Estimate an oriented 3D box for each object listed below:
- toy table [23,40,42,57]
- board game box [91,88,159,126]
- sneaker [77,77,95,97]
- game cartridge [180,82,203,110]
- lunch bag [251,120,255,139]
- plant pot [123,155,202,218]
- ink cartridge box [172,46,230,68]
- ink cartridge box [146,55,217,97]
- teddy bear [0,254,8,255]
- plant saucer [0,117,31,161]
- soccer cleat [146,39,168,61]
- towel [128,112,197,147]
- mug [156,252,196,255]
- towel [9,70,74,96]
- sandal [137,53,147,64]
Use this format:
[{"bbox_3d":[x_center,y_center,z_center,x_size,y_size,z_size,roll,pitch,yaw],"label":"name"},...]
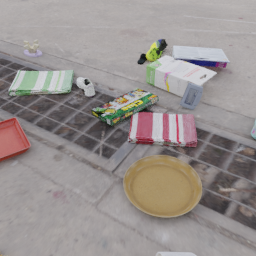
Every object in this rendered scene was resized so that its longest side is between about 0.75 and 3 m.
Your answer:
[{"bbox_3d":[-5.272,-4.359,15.362,1.128,0.661,1.037,11,41,12],"label":"toy table"},{"bbox_3d":[-0.092,-0.925,11.374,2.513,0.295,1.316,-29,41,-30],"label":"board game box"},{"bbox_3d":[-1.869,-2.008,12.456,0.557,0.740,1.487,-22,43,-22],"label":"sneaker"},{"bbox_3d":[2.577,-1.264,11.259,0.690,1.036,0.215,17,31,-3],"label":"game cartridge"},{"bbox_3d":[5.392,-0.129,10.190,1.510,0.726,1.882,22,44,28],"label":"lunch bag"},{"bbox_3d":[1.010,1.713,8.293,2.294,0.315,2.294,-1,39,1],"label":"plant pot"},{"bbox_3d":[3.561,-3.528,14.118,2.617,0.577,2.666,6,31,6],"label":"ink cartridge box"},{"bbox_3d":[2.352,-2.268,12.601,2.735,0.921,1.602,29,46,31],"label":"ink cartridge box"},{"bbox_3d":[-3.382,3.357,6.254,1.094,0.504,1.509,15,34,6],"label":"teddy bear"},{"bbox_3d":[-4.538,0.544,9.671,1.932,0.355,1.936,-22,44,-24],"label":"plant saucer"},{"bbox_3d":[1.451,-4.207,15.347,0.878,0.679,2.100,-8,33,41],"label":"soccer cleat"},{"bbox_3d":[1.282,-0.029,10.419,2.442,0.278,1.759,3,38,4],"label":"towel"},{"bbox_3d":[1.159,3.265,6.188,0.909,1.108,0.887,-1,6,-15],"label":"mug"},{"bbox_3d":[-3.939,-2.175,12.991,2.676,0.313,2.041,-3,39,-3],"label":"towel"},{"bbox_3d":[0.805,-3.752,14.921,0.431,0.274,1.146,10,41,11],"label":"sandal"}]
